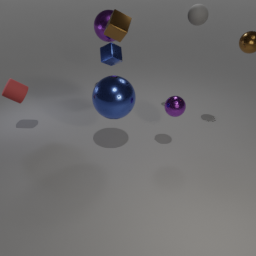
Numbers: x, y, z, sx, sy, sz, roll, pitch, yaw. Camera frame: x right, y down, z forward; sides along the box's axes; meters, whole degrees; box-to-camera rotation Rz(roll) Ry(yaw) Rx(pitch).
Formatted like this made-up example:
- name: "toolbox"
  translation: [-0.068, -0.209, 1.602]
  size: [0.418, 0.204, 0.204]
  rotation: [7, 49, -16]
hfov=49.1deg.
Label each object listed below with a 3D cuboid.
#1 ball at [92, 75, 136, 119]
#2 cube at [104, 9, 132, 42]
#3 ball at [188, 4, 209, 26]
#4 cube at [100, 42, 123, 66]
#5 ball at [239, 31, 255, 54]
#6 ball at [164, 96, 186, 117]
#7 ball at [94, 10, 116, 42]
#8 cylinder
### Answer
- name: "ball"
  translation: [-0.451, -0.975, 8.992]
  size: [1.400, 1.400, 1.400]
  rotation: [0, 29, 0]
- name: "cube"
  translation: [-0.379, -3.693, 10.162]
  size: [0.700, 0.700, 0.700]
  rotation: [21, 68, -18]
- name: "ball"
  translation: [2.421, -3.910, 9.683]
  size: [0.700, 0.700, 0.700]
  rotation: [0, 29, 0]
- name: "cube"
  translation: [-0.744, -3.255, 12.412]
  size: [0.700, 0.700, 0.700]
  rotation: [-13, -13, 37]
- name: "ball"
  translation: [3.942, -2.757, 9.018]
  size: [0.700, 0.700, 0.700]
  rotation: [0, 29, 0]
- name: "ball"
  translation: [1.550, -0.712, 9.219]
  size: [0.700, 0.700, 0.700]
  rotation: [0, 29, 0]
- name: "ball"
  translation: [-0.868, -4.663, 12.820]
  size: [1.400, 1.400, 1.400]
  rotation: [0, 29, 0]
- name: "cylinder"
  translation: [-4.116, -1.347, 10.224]
  size: [0.700, 0.700, 0.700]
  rotation: [26, 17, -29]
